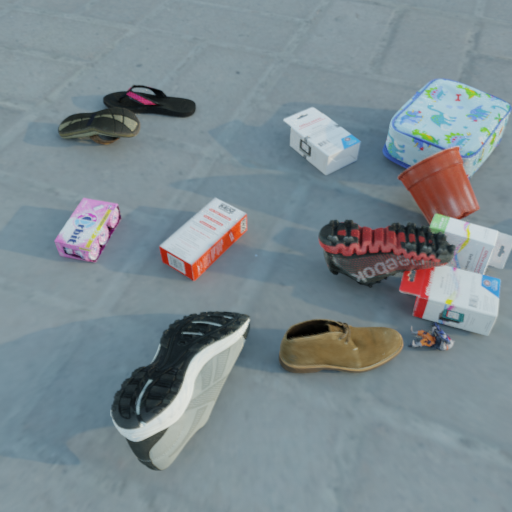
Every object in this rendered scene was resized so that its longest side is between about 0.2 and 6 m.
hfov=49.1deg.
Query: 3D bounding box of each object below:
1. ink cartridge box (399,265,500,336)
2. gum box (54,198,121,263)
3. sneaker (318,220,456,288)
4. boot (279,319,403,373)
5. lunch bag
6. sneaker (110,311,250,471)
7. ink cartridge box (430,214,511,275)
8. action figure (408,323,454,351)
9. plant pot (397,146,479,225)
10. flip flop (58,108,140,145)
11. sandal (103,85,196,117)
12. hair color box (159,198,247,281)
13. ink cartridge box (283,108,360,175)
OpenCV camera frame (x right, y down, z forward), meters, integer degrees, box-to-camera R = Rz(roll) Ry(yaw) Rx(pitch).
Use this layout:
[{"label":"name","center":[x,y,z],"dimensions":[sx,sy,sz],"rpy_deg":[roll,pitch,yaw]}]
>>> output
[{"label":"ink cartridge box","center":[3.300,0.678,9.686],"dimensions":[1.598,0.537,0.929],"rpy_deg":[15,46,15]},{"label":"gum box","center":[-3.239,-0.484,10.828],"dimensions":[0.750,0.437,1.321],"rpy_deg":[11,49,9]},{"label":"sneaker","center":[2.247,0.011,9.831],"dimensions":[2.301,1.124,0.813],"rpy_deg":[4,37,12]},{"label":"boot","center":[1.395,1.365,8.887],"dimensions":[2.045,0.772,0.753],"rpy_deg":[-6,43,-8]},{"label":"lunch bag","center":[4.216,-2.811,12.467],"dimensions":[2.138,1.097,2.660],"rpy_deg":[30,55,22]},{"label":"sneaker","center":[-0.993,1.834,8.430],"dimensions":[1.137,1.220,3.076],"rpy_deg":[3,29,28]},{"label":"ink cartridge box","center":[3.829,-0.126,10.189],"dimensions":[1.437,0.842,0.484],"rpy_deg":[18,44,19]},{"label":"action figure","center":[2.913,1.377,9.307],"dimensions":[0.717,0.388,0.741],"rpy_deg":[11,17,4]},{"label":"plant pot","center":[3.602,-1.250,10.861],"dimensions":[1.286,1.286,1.251],"rpy_deg":[-21,82,-18]},{"label":"flip flop","center":[-3.584,-2.897,12.947],"dimensions":[2.149,0.619,0.871],"rpy_deg":[0,51,20]},{"label":"sandal","center":[-2.632,-3.896,13.824],"dimensions":[2.324,0.524,0.873],"rpy_deg":[7,49,6]},{"label":"hair color box","center":[-0.975,-0.343,10.661],"dimensions":[0.831,0.501,1.638],"rpy_deg":[29,55,24]},{"label":"ink cartridge box","center":[1.435,-2.620,12.664],"dimensions":[0.952,0.548,1.644],"rpy_deg":[-27,54,-22]}]
